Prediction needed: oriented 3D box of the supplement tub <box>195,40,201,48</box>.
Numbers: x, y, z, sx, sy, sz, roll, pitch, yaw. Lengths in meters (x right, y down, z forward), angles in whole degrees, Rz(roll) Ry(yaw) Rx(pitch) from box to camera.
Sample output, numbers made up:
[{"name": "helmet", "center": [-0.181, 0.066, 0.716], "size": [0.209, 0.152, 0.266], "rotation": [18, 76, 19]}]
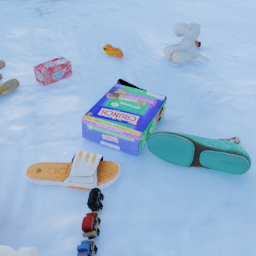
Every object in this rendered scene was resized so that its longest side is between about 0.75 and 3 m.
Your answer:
[{"name": "supplement tub", "center": [3.468, -4.462, 14.959], "size": [0.812, 0.434, 0.434], "rotation": [-1, 38, -2]}]

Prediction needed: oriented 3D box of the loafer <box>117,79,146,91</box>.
[{"name": "loafer", "center": [0.298, -1.299, 10.717], "size": [2.036, 0.641, 0.732], "rotation": [27, 45, 30]}]

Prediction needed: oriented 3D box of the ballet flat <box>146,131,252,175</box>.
[{"name": "ballet flat", "center": [1.998, 0.656, 8.118], "size": [2.920, 0.983, 1.028], "rotation": [13, 19, 14]}]

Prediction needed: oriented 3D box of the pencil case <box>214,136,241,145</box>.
[{"name": "pencil case", "center": [3.036, 0.458, 8.718], "size": [0.846, 0.329, 0.378], "rotation": [-4, 31, -6]}]

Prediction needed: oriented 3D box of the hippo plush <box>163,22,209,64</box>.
[{"name": "hippo plush", "center": [2.708, -4.089, 13.258], "size": [2.151, 1.730, 1.713], "rotation": [23, 35, 28]}]

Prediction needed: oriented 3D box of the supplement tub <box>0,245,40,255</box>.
[{"name": "supplement tub", "center": [-2.722, 2.873, 4.539], "size": [2.365, 1.659, 1.659], "rotation": [-5, 38, -7]}]

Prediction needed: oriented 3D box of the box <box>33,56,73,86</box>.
[{"name": "box", "center": [-3.248, -2.490, 12.189], "size": [0.741, 0.709, 1.486], "rotation": [31, 47, 33]}]

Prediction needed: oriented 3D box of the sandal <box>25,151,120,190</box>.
[{"name": "sandal", "center": [-1.528, 1.074, 7.576], "size": [2.635, 0.755, 1.010], "rotation": [0, 38, 0]}]

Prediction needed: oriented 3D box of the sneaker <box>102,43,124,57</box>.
[{"name": "sneaker", "center": [-0.743, -3.836, 14.193], "size": [0.587, 0.555, 1.522], "rotation": [-39, 44, -15]}]

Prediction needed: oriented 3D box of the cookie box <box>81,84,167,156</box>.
[{"name": "cookie box", "center": [-0.065, -0.379, 9.316], "size": [2.040, 0.896, 2.385], "rotation": [17, 42, 18]}]

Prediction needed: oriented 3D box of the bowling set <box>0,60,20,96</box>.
[{"name": "bowling set", "center": [-5.850, -2.341, 11.215], "size": [2.616, 1.821, 1.404], "rotation": [16, 42, 25]}]

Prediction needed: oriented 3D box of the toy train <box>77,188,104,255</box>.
[{"name": "toy train", "center": [-0.836, 2.198, 6.324], "size": [0.355, 0.477, 2.082], "rotation": [-11, 37, 11]}]
